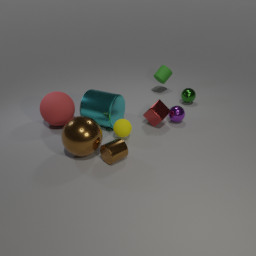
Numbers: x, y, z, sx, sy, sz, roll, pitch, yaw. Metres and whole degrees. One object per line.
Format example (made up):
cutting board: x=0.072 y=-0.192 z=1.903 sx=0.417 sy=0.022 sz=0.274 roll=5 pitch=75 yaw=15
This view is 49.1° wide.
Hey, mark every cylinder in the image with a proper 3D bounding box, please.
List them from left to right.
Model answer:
cylinder: x=-1.025 y=-0.795 z=11.500 sx=1.400 sy=1.400 sz=1.400 roll=14 pitch=32 yaw=22
cylinder: x=-0.466 y=0.783 z=9.454 sx=0.700 sy=0.700 sz=0.700 roll=-22 pitch=37 yaw=-34
cylinder: x=1.794 y=-2.739 z=14.345 sx=0.700 sy=0.700 sz=0.700 roll=-51 pitch=44 yaw=-3

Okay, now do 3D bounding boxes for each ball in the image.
ball: x=-2.873 y=-0.790 z=11.431 sx=1.400 sy=1.400 sz=1.400 roll=0 pitch=30 yaw=0
ball: x=-1.572 y=0.282 z=9.616 sx=1.400 sy=1.400 sz=1.400 roll=0 pitch=30 yaw=0
ball: x=-0.206 y=0.003 z=10.596 sx=0.700 sy=0.700 sz=0.700 roll=0 pitch=30 yaw=0
ball: x=2.056 y=-0.596 z=11.821 sx=0.700 sy=0.700 sz=0.700 roll=0 pitch=30 yaw=0
ball: x=2.893 y=-1.563 z=13.402 sx=0.700 sy=0.700 sz=0.700 roll=0 pitch=30 yaw=0

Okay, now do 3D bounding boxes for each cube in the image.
cube: x=1.182 y=-0.607 z=11.485 sx=0.700 sy=0.700 sz=0.700 roll=46 pitch=57 yaw=-1
